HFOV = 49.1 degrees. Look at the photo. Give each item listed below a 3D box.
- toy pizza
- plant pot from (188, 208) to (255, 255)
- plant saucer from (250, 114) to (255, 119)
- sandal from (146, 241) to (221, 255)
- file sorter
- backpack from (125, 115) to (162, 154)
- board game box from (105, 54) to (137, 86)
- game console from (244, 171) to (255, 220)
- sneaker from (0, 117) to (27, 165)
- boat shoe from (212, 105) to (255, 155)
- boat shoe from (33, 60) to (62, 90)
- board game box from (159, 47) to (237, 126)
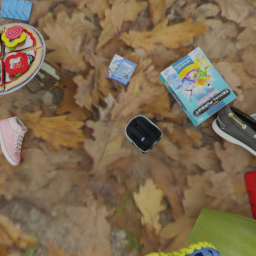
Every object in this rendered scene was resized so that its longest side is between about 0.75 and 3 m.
[{"bbox_3d":[-3.325,-1.938,7.478,2.293,0.363,2.293,-3,69,9],"label":"toy pizza"},{"bbox_3d":[3.039,3.415,8.251,2.305,2.157,2.157,26,83,20],"label":"plant pot"},{"bbox_3d":[4.280,-0.114,9.356,0.824,0.207,0.824,3,111,9],"label":"plant saucer"},{"bbox_3d":[1.256,3.227,6.148,2.352,1.024,0.935,1,126,-33],"label":"sandal"},{"bbox_3d":[-3.992,-4.277,9.747,1.038,0.637,0.720,9,82,2],"label":"file sorter"},{"bbox_3d":[0.463,0.172,9.095,1.100,0.828,0.976,42,85,4],"label":"backpack"},{"bbox_3d":[-0.248,-2.005,9.692,0.831,0.180,0.826,26,83,3],"label":"board game box"},{"bbox_3d":[4.875,2.174,9.189,1.515,1.043,1.758,-6,82,-32],"label":"game console"},{"bbox_3d":[-3.681,0.367,9.183,0.832,0.599,1.591,-22,79,3],"label":"sneaker"},{"bbox_3d":[4.226,0.297,8.852,3.006,0.905,1.072,27,40,4],"label":"boat shoe"},{"bbox_3d":[-3.549,-2.189,9.347,2.612,0.965,0.966,33,90,4],"label":"boat shoe"},{"bbox_3d":[2.329,-1.394,9.458,1.608,0.500,2.131,-35,84,-4],"label":"board game box"}]
